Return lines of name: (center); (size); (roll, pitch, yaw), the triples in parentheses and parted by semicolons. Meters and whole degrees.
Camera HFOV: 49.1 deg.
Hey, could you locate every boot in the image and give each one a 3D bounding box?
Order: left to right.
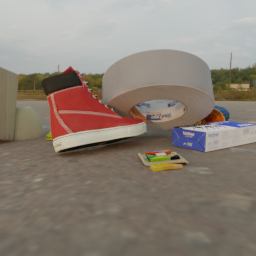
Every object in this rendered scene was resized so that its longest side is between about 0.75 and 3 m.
boot: (-0.682, -0.540, 6.559); (2.607, 1.881, 0.944); (-5, -13, -45)

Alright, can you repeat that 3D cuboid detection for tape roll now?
tape roll: (0.752, -0.819, 7.329); (2.848, 0.941, 2.848); (-2, -21, -1)

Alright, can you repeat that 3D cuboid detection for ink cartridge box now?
ink cartridge box: (2.235, 0.162, 7.039); (2.181, 0.482, 1.025); (-5, 10, -37)

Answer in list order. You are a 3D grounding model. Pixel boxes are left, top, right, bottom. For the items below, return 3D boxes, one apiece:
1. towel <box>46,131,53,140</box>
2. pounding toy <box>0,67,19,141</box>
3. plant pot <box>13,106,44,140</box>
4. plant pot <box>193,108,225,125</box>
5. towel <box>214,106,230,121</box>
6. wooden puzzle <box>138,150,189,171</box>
towel: (-1.983, 0.129, 8.602); (0.839, 0.176, 1.949); (-2, 8, -8)
pounding toy: (-4.318, -0.501, 7.014); (2.322, 2.138, 1.651); (2, -4, 14)
plant pot: (-3.150, -0.181, 8.167); (1.338, 0.898, 1.338); (0, 8, 0)
plant pot: (2.349, -0.111, 8.404); (0.834, 0.834, 0.763); (-2, -9, -14)
towel: (2.854, -0.635, 12.515); (2.983, 0.724, 1.665); (-1, 8, -14)
wooden puzzle: (0.646, 0.551, 5.271); (0.893, 0.155, 1.323); (-1, 7, -12)
